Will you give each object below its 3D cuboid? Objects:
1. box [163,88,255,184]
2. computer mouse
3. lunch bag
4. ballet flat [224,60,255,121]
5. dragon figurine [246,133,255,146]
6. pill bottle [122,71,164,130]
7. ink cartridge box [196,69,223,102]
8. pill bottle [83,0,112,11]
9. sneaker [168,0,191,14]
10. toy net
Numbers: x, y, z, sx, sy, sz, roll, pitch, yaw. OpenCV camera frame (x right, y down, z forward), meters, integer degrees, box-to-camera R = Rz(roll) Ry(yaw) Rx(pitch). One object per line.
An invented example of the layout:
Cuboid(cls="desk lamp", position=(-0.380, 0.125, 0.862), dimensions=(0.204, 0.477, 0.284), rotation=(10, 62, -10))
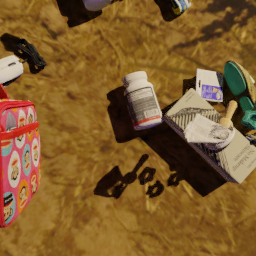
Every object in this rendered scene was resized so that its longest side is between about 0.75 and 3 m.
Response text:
Cuboid(cls="box", position=(2.482, 0.250, 8.416), dimensions=(2.897, 0.990, 1.190), rotation=(43, 85, 4))
Cuboid(cls="computer mouse", position=(-3.786, -1.897, 8.921), dimensions=(2.158, 0.473, 1.183), rotation=(-37, 86, -4))
Cuboid(cls="lunch bag", position=(-2.646, 0.376, 5.813), dimensions=(1.212, 2.959, 2.607), rotation=(-2, 97, -6))
Cuboid(cls="ballet flat", position=(3.743, -1.122, 8.761), dimensions=(0.798, 0.798, 2.258), rotation=(-23, 84, -3))
Cuboid(cls="dragon figurine", position=(4.299, 0.200, 8.492), dimensions=(0.587, 1.993, 0.991), rotation=(41, 112, 44))
Cuboid(cls="pill bottle", position=(0.419, -0.826, 8.560), dimensions=(0.947, 0.947, 1.634), rotation=(-17, 83, -2))
Cuboid(cls="ink cartridge box", position=(2.548, -1.343, 8.884), dimensions=(0.965, 0.209, 0.956), rotation=(7, 84, -16))
Cuboid(cls="pill bottle", position=(-1.219, -4.851, 8.937), dimensions=(1.107, 1.107, 1.910), rotation=(-19, 83, -2))
Cuboid(cls="sneaker", position=(1.594, -4.454, 9.218), dimensions=(0.579, 0.521, 1.408), rotation=(-23, 89, -8))
Cuboid(cls="toy net", position=(2.678, -0.001, 6.384), dimensions=(2.878, 0.556, 1.510), rotation=(-21, 50, -8))
